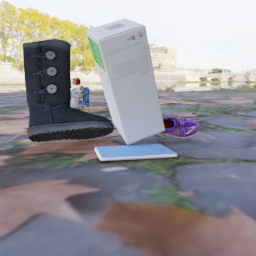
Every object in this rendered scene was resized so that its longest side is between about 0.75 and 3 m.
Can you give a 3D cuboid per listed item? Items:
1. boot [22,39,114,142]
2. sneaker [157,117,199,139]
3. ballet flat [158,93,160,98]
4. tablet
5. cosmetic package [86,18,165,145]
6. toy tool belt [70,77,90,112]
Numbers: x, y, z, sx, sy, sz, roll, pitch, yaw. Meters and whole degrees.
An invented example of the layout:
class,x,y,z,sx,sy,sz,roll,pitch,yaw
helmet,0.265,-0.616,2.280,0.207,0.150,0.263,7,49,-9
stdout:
class,x,y,z,sx,sy,sz,roll,pitch,yaw
boot,-1.486,-0.984,6.945,2.050,2.487,0.816,-2,-21,-19
sneaker,1.195,-0.026,6.874,1.298,0.524,0.542,0,-12,-17
ballet flat,0.944,-1.016,12.140,0.428,1.238,0.441,16,31,-51
tablet,0.126,0.480,5.547,1.475,0.101,0.960,-2,9,-14
cosmetic package,-0.019,-0.960,5.823,0.957,2.255,1.213,-20,30,-10
toy tool belt,-2.097,-1.539,12.852,0.948,1.542,0.963,11,18,42
